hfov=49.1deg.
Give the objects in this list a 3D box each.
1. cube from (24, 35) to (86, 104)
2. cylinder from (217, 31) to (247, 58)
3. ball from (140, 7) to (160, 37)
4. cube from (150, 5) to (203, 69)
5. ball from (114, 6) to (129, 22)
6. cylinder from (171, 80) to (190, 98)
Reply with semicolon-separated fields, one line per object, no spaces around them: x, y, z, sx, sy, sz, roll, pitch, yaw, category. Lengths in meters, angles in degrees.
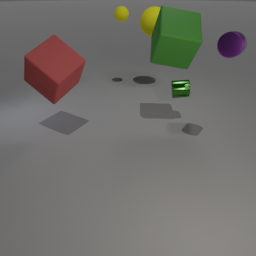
-2.510;-1.962;9.522;1.400;1.400;1.400;39;59;0;cube
2.950;-2.365;7.931;0.700;0.700;0.700;14;24;25;cylinder
1.290;-5.186;13.713;1.400;1.400;1.400;0;28;0;ball
1.631;-3.110;9.722;1.400;1.400;1.400;8;61;-7;cube
-0.314;-5.449;13.391;0.700;0.700;0.700;0;28;0;ball
2.115;-1.574;11.288;0.700;0.700;0.700;-3;28;6;cylinder
